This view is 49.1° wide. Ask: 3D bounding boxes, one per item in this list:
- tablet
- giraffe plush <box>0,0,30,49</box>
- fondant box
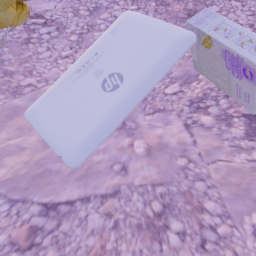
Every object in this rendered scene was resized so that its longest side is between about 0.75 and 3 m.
[{"bbox_3d":[-0.295,-0.607,3.443,2.061,0.141,1.341,-48,52,-6],"label":"tablet"},{"bbox_3d":[-2.741,-2.612,5.429,1.349,1.436,1.664,28,90,-8],"label":"giraffe plush"},{"bbox_3d":[2.248,-1.498,6.206,0.620,1.535,2.127,-35,51,-5],"label":"fondant box"}]
